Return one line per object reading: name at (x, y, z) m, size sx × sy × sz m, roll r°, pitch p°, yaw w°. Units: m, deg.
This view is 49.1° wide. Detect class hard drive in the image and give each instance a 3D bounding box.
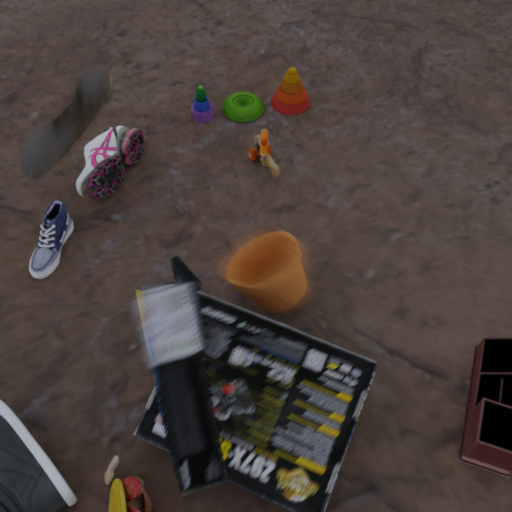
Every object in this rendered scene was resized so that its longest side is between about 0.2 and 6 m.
hard drive at (-1.209, 0.420, 9.734) m, size 0.154 × 0.935 × 0.653 m, roll -39°, pitch 77°, yaw -17°

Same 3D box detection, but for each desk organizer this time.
desk organizer at (3.941, 2.287, 9.081) m, size 0.789 × 0.847 × 2.201 m, roll 16°, pitch 54°, yaw 12°

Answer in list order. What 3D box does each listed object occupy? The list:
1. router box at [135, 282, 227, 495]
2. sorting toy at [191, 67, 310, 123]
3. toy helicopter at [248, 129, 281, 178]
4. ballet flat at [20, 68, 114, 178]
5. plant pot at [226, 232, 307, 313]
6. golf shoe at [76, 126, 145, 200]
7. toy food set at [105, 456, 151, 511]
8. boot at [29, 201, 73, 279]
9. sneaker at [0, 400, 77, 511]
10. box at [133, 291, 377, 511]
router box at (-1.032, 1.559, 7.299) m, size 0.613 × 1.791 × 2.401 m, roll -12°, pitch 91°, yaw -13°
sorting toy at (-0.122, -4.047, 13.821) m, size 3.040 × 1.047 × 1.054 m, roll -10°, pitch 53°, yaw -9°
toy helicopter at (0.250, -2.263, 12.575) m, size 0.498 × 0.835 × 1.263 m, roll -19°, pitch 55°, yaw -14°
ballet flat at (-3.477, -2.418, 10.495) m, size 0.824 × 0.567 × 2.446 m, roll 34°, pitch 86°, yaw 22°
plant pot at (0.295, 0.361, 10.044) m, size 1.376 × 0.963 × 1.376 m, roll -25°, pitch 31°, yaw 16°
golf shoe at (-3.422, -2.079, 12.483) m, size 1.081 × 0.852 × 2.348 m, roll 11°, pitch 44°, yaw 14°
toy food set at (-1.722, 3.752, 7.938) m, size 0.592 × 1.067 × 1.814 m, roll 3°, pitch 45°, yaw -24°
boot at (-4.174, -0.349, 11.189) m, size 0.569 × 0.707 × 1.565 m, roll 6°, pitch 53°, yaw 5°
sneaker at (-3.907, 3.146, 8.401) m, size 2.444 × 0.864 × 1.212 m, roll 40°, pitch 57°, yaw 22°
box at (0.014, 2.204, 8.626) m, size 3.056 × 0.754 × 2.440 m, roll 20°, pitch 81°, yaw 13°
